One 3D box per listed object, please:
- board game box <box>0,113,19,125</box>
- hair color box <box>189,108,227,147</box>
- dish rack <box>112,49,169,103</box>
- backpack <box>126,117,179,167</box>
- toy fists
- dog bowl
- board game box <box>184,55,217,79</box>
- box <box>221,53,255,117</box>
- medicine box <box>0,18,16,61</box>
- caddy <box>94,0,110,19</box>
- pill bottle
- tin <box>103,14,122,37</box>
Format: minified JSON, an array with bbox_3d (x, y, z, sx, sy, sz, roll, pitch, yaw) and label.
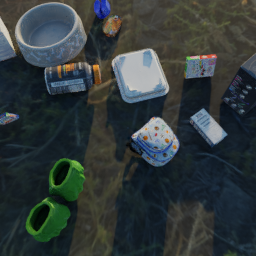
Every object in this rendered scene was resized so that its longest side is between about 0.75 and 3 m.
[{"bbox_3d":[-4.339,-0.316,9.858,0.809,0.548,0.139,-18,76,26],"label":"board game box"},{"bbox_3d":[2.853,-0.009,10.028,0.634,0.384,1.267,-34,72,-10],"label":"hair color box"},{"bbox_3d":[0.478,-2.164,10.956,1.901,0.482,2.215,-14,68,-7],"label":"dish rack"},{"bbox_3d":[0.978,0.487,9.461,1.547,1.192,1.474,-41,81,-18],"label":"backpack"},{"bbox_3d":[-2.145,2.196,8.619,0.876,1.299,2.548,11,66,24],"label":"toy fists"},{"bbox_3d":[-3.155,-3.860,11.306,2.901,0.851,2.901,-3,63,6],"label":"dog bowl"},{"bbox_3d":[2.782,-2.363,10.815,1.115,0.853,0.225,-5,45,-3],"label":"board game box"},{"bbox_3d":[4.346,-1.543,9.778,1.283,2.099,1.113,-40,72,-16],"label":"box"},{"bbox_3d":[-5.164,-3.648,11.055,0.744,1.446,1.317,-22,68,-9],"label":"medicine box"},{"bbox_3d":[-1.120,-5.234,12.300,0.642,0.476,0.907,-12,66,20],"label":"caddy"},{"bbox_3d":[-2.015,-1.886,10.508,1.969,1.046,1.046,-9,67,-5],"label":"pill bottle"},{"bbox_3d":[-0.661,-4.407,12.067,0.640,0.239,1.144,21,68,4],"label":"tin"}]
